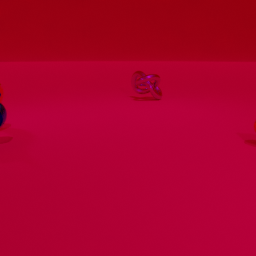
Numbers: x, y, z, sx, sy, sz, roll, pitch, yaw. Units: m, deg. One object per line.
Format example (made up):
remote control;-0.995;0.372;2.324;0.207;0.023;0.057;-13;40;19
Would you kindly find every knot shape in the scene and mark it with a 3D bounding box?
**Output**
knot shape;1.045;-2.047;13.749;1.723;0.851;1.842;35;-12;-24

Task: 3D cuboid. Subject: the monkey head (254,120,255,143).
monkey head;3.293;0.053;6.574;0.741;1.230;0.885;24;53;34

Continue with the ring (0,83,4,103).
ring;-4.167;-0.579;7.641;0.372;1.861;1.861;37;20;3

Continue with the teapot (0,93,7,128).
teapot;-3.327;-0.304;6.712;0.839;1.349;0.660;21;14;-34
